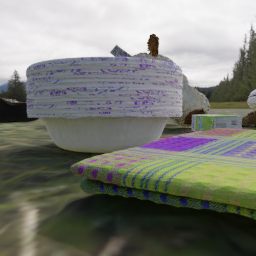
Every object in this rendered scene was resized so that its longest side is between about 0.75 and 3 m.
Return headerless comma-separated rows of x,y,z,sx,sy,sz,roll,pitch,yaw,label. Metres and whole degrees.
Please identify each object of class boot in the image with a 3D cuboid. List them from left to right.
-4.620,-0.695,10.099,2.458,0.899,1.851,1,4,-38,boot
3.295,-0.254,7.690,1.151,0.434,0.424,-1,7,-3,boot

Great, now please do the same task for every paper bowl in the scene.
-0.301,-0.275,3.838,2.065,1.074,2.065,0,5,0,paper bowl

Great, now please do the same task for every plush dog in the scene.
0.518,-0.948,7.934,2.956,2.371,2.539,0,-20,-5,plush dog

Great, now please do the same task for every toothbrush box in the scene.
1.823,-0.083,5.839,0.649,0.384,0.891,-1,3,-14,toothbrush box

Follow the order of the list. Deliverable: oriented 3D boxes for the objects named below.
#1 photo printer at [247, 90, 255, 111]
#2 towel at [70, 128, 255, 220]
4.354,-0.619,7.752,1.884,0.654,1.567,18,4,5,photo printer
1.142,0.262,2.195,1.914,0.303,2.665,4,7,34,towel
